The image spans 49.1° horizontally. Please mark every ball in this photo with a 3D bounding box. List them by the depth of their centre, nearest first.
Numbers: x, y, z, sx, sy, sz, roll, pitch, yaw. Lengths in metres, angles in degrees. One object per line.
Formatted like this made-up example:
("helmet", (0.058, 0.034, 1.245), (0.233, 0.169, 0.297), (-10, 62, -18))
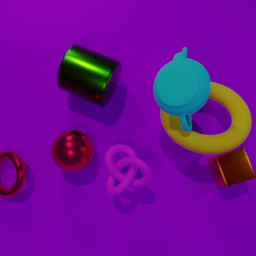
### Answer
("ball", (-1.319, 0.542, 6.674), (1.017, 1.017, 1.017), (0, 78, 0))

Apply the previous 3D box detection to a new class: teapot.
("teapot", (1.175, -0.880, 5.919), (1.192, 0.938, 1.917), (-6, 82, 29))

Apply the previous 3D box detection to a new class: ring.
("ring", (1.795, -0.306, 6.544), (2.079, 0.416, 2.079), (0, 54, 1))
("ring", (-2.934, 1.113, 6.770), (1.134, 0.227, 1.134), (-1, 86, 23))

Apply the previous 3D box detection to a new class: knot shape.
("knot shape", (0.011, 0.960, 6.212), (1.082, 0.534, 1.156), (6, 82, 23))

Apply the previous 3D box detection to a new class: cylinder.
("cylinder", (-0.936, -1.295, 6.965), (1.213, 1.213, 1.213), (23, 79, 5))

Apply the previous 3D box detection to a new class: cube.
("cube", (2.457, 0.966, 6.739), (0.730, 0.730, 0.730), (-17, 79, -4))
